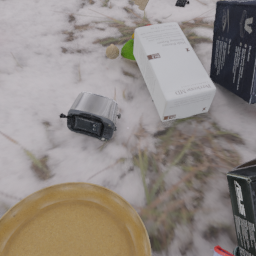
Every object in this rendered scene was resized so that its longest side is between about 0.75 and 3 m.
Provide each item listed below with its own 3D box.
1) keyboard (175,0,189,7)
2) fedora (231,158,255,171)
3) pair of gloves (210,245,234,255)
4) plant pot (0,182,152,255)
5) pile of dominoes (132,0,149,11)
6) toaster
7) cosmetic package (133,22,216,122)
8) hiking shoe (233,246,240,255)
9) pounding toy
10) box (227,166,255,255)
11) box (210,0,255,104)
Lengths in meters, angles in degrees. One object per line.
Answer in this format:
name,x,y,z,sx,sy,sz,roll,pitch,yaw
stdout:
keyboard,2.328,-5.325,11.745,0.553,0.118,0.922,13,51,11
fedora,3.165,0.900,5.344,2.264,2.002,1.022,-19,80,-15
pair of gloves,1.474,2.838,3.526,2.607,0.297,2.096,29,99,20
plant pot,-1.051,2.256,4.787,2.906,0.399,2.906,-1,46,1
pile of dominoes,0.370,-3.504,6.496,1.436,1.119,0.229,55,22,23
toaster,-0.877,-0.325,6.818,1.378,0.783,0.890,15,46,0
cosmetic package,1.097,-1.533,7.297,1.307,0.952,2.571,-14,58,-10
hiking shoe,2.881,1.998,4.710,2.117,0.918,0.787,-13,50,-11
pounding toy,0.281,-2.705,8.709,1.867,0.866,1.441,2,33,2
box,2.914,1.719,4.054,2.610,0.642,2.702,-9,91,-14
box,3.170,-2.028,7.049,1.288,2.157,2.194,-7,27,-8
